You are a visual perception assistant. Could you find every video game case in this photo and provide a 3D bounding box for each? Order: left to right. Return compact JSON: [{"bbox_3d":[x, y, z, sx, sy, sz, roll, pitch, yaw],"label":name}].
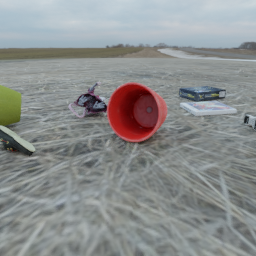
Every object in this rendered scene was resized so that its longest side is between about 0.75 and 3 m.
[{"bbox_3d":[3.548,-0.906,12.584,1.909,0.219,1.739,-4,18,-11],"label":"video game case"}]

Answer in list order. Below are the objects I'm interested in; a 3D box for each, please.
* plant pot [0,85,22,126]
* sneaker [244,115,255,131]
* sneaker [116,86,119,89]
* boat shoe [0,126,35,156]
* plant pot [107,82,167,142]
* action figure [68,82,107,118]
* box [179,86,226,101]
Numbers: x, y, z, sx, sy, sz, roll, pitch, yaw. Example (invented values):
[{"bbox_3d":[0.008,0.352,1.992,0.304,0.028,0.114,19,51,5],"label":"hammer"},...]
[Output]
[{"bbox_3d":[-4.892,-0.772,9.683,2.214,2.071,2.071,3,15,-24],"label":"plant pot"},{"bbox_3d":[4.650,-0.178,9.986,0.508,0.471,1.254,7,18,-6],"label":"sneaker"},{"bbox_3d":[0.012,-2.248,16.414,1.363,0.455,0.731,-3,15,-17],"label":"sneaker"},{"bbox_3d":[-3.241,0.444,7.983,1.555,0.487,0.569,25,-8,29],"label":"boat shoe"},{"bbox_3d":[0.460,-0.543,9.177,1.824,1.824,1.614,8,9,24],"label":"plant pot"},{"bbox_3d":[-1.417,-1.012,12.125,1.597,1.436,2.144,-38,8,5],"label":"action figure"},{"bbox_3d":[4.021,-1.899,15.225,1.978,0.504,1.559,-7,18,-23],"label":"box"}]
